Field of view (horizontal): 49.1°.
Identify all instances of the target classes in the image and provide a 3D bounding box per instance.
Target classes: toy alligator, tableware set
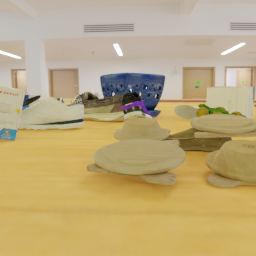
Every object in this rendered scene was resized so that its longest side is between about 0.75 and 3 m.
[{"bbox_3d":[2.321,-0.102,6.488,0.727,0.527,2.193,-3,17,-22],"label":"toy alligator"},{"bbox_3d":[0.794,0.188,3.739,2.243,0.312,2.685,0,15,7],"label":"tableware set"}]

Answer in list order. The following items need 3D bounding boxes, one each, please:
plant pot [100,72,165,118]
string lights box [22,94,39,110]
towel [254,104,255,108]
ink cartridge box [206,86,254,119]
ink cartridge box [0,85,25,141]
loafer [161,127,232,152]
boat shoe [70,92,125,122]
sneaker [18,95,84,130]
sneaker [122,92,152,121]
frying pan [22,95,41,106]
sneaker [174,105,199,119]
[{"bbox_3d":[0.150,-1.157,10.273,1.782,1.602,1.782,-6,9,-35],"label":"plant pot"},{"bbox_3d":[-5.299,-0.991,11.895,2.893,0.853,1.486,-2,7,-18],"label":"string lights box"},{"bbox_3d":[6.054,-0.774,11.325,1.552,0.283,1.152,12,2,-22],"label":"towel"},{"bbox_3d":[3.159,-0.713,8.614,1.106,1.126,1.529,5,8,32],"label":"ink cartridge box"},{"bbox_3d":[-2.517,-0.337,5.561,0.733,0.996,0.720,12,3,-19],"label":"ink cartridge box"},{"bbox_3d":[1.065,0.147,4.554,1.228,0.414,0.467,2,7,14],"label":"loafer"},{"bbox_3d":[-1.328,-0.755,9.561,2.994,0.970,1.077,4,8,28],"label":"boat shoe"},{"bbox_3d":[-2.162,-0.393,7.276,2.067,0.832,0.790,-4,10,0],"label":"sneaker"},{"bbox_3d":[0.222,-0.521,7.063,0.546,0.781,1.571,-17,-10,11],"label":"sneaker"},{"bbox_3d":[-3.110,-0.408,6.857,2.001,0.326,1.210,-24,2,45],"label":"frying pan"},{"bbox_3d":[2.282,-0.559,10.174,1.403,0.517,0.811,9,4,-6],"label":"sneaker"}]
